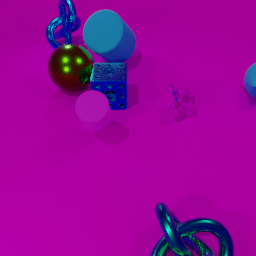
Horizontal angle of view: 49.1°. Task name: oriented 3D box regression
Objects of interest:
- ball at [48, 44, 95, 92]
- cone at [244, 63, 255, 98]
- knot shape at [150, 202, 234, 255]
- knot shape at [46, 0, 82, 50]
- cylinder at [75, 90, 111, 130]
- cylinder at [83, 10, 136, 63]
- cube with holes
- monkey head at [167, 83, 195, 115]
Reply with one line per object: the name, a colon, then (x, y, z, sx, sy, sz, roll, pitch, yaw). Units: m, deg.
ball: (-1.614, -1.719, 8.052, 1.345, 1.345, 1.345, 0, 41, 0)
cone: (3.483, -1.188, 7.421, 1.110, 1.110, 1.114, 29, 32, 29)
knot shape: (0.877, 1.763, 4.441, 1.484, 0.686, 1.388, 0, 35, -35)
knot shape: (-2.238, -3.745, 9.985, 0.858, 1.738, 1.857, 19, 40, -4)
cylinder: (-0.738, -0.366, 6.082, 0.705, 0.705, 0.705, 0, 76, 1)
cylinder: (-0.558, -2.883, 9.011, 1.332, 1.332, 1.332, 17, 4, 19)
cube with holes: (-0.486, -1.148, 7.714, 0.932, 0.932, 0.932, 0, 41, 0)
monkey head: (1.323, -0.687, 7.111, 0.725, 0.608, 1.008, -42, 96, -7)
